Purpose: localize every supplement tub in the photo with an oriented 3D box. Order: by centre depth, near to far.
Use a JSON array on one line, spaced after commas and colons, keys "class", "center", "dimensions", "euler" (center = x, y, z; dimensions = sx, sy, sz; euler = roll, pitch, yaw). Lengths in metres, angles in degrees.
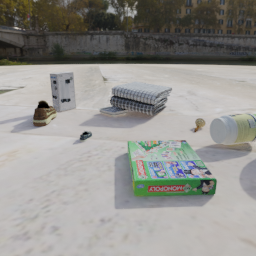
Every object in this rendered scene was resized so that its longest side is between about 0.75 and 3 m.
[{"class": "supplement tub", "center": [3.396, 0.041, 8.935], "dimensions": [1.318, 0.956, 0.956], "euler": [-5, 17, -21]}]

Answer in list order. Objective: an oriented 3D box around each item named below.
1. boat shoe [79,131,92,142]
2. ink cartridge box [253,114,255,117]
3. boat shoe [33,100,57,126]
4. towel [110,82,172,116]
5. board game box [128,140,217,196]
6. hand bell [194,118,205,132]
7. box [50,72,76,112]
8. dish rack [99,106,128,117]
[{"class": "boat shoe", "center": [-1.444, 0.233, 9.599], "dimensions": [0.311, 0.257, 0.831], "euler": [5, 17, 16]}, {"class": "ink cartridge box", "center": [6.033, -0.607, 12.129], "dimensions": [2.071, 0.497, 1.507], "euler": [3, 17, 4]}, {"class": "boat shoe", "center": [-3.518, -0.773, 11.965], "dimensions": [0.849, 0.850, 2.299], "euler": [-3, 17, -9]}, {"class": "towel", "center": [0.652, -1.423, 13.246], "dimensions": [2.200, 1.137, 2.657], "euler": [13, 19, 21]}, {"class": "board game box", "center": [0.929, 0.892, 7.127], "dimensions": [1.764, 0.382, 2.621], "euler": [-1, 16, -2]}, {"class": "hand bell", "center": [2.637, -0.039, 10.554], "dimensions": [0.399, 0.399, 0.766], "euler": [8, 30, 25]}, {"class": "box", "center": [-3.159, -1.781, 13.671], "dimensions": [0.552, 1.836, 1.071], "euler": [10, 21, 36]}, {"class": "dish rack", "center": [-0.665, -0.768, 13.003], "dimensions": [1.059, 0.269, 1.234], "euler": [-16, 23, -40]}]
